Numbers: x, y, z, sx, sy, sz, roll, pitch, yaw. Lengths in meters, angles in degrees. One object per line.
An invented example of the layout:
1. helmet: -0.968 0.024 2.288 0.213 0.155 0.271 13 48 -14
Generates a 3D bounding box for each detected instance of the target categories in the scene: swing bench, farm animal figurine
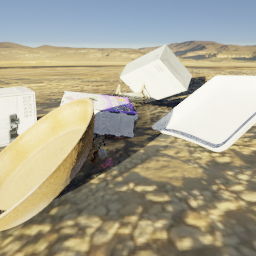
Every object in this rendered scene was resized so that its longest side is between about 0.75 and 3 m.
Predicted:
1. swing bench: 0.047 -1.253 11.629 1.181 0.770 1.188 -8 -14 -22
2. farm animal figurine: -0.695 0.472 5.764 0.430 0.691 0.856 -16 12 -25

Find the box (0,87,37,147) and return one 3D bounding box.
1. box: -3.491 -0.221 6.873 2.337 1.363 0.703 -11 23 -37

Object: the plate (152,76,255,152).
1. plate: 2.444 -0.458 7.483 2.877 0.466 2.884 -37 23 -15

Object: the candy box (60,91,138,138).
1. candy box: -0.905 -0.437 8.149 2.056 0.735 1.724 5 20 -11

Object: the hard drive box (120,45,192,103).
1. hard drive box: 1.111 -2.123 11.572 2.316 1.805 0.889 -13 43 47

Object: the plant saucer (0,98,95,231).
1. plant saucer: -1.367 0.540 4.077 2.497 0.442 2.497 -31 26 17
